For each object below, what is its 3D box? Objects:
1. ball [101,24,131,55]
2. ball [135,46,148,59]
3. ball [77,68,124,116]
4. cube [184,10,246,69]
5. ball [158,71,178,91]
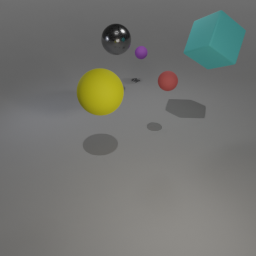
[{"bbox_3d":[-0.550,-4.123,13.059,1.400,1.400,1.400,0,30,0],"label":"ball"},{"bbox_3d":[0.722,-4.119,15.311,0.700,0.700,0.700,0,30,0],"label":"ball"},{"bbox_3d":[-0.827,-1.070,8.375,1.400,1.400,1.400,0,30,0],"label":"ball"},{"bbox_3d":[3.186,-3.182,10.362,1.400,1.400,1.400,24,-9,-27],"label":"cube"},{"bbox_3d":[1.388,-1.637,9.760,0.700,0.700,0.700,0,30,0],"label":"ball"}]
